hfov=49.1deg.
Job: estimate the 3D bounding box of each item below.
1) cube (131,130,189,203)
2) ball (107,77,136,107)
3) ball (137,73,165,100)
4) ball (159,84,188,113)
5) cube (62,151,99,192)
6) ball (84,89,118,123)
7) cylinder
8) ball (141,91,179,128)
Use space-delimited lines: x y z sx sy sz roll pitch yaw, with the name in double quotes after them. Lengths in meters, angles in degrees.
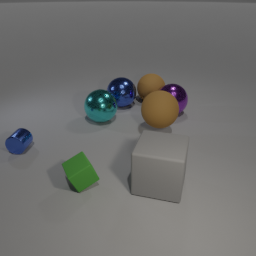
0.926 1.050 8.006 1.400 1.400 1.400 7 29 14 "cube"
-0.304 -1.678 13.160 1.400 1.400 1.400 0 28 0 "ball"
1.142 -1.970 13.776 1.400 1.400 1.400 0 28 0 "ball"
1.949 -1.265 12.428 1.400 1.400 1.400 0 28 0 "ball"
-1.353 1.248 8.006 0.700 0.700 0.700 -32 41 -8 "cube"
-1.141 -0.922 11.768 1.400 1.400 1.400 0 28 0 "ball"
-3.833 0.461 9.880 0.700 0.700 0.700 4 28 7 "cylinder"
1.182 -0.684 10.384 1.400 1.400 1.400 0 28 0 "ball"
